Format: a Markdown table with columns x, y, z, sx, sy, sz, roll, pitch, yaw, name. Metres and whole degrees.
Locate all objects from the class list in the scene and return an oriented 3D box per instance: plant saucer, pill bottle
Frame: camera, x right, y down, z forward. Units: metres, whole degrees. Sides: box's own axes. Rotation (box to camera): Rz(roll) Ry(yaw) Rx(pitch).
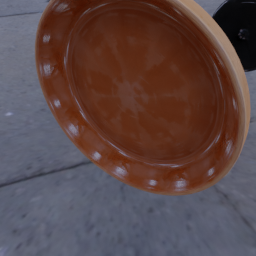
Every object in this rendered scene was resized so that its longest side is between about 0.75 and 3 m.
| x | y | z | sx | sy | sz | roll | pitch | yaw | name |
| --- | --- | --- | --- | --- | --- | --- | --- | --- | --- |
| 0.032 | -0.360 | 3.532 | 2.864 | 2.864 | 0.462 | 21 | 43 | 24 | plant saucer |
| 2.408 | -1.812 | 5.093 | 1.214 | 1.214 | 2.171 | 26 | 35 | 28 | pill bottle |
